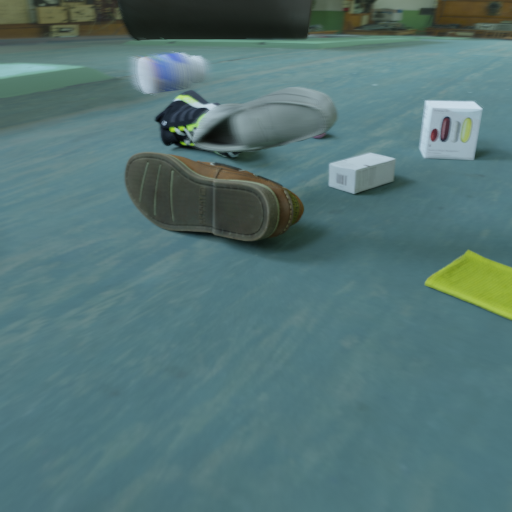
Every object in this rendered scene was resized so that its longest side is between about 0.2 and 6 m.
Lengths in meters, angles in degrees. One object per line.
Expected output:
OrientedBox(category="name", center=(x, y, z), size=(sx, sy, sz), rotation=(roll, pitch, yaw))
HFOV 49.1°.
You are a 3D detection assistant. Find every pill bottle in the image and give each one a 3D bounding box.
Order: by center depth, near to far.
OrientedBox(category="pill bottle", center=(-1.527, -3.320, 10.147), size=(1.132, 0.634, 0.634), rotation=(-16, 30, -22))

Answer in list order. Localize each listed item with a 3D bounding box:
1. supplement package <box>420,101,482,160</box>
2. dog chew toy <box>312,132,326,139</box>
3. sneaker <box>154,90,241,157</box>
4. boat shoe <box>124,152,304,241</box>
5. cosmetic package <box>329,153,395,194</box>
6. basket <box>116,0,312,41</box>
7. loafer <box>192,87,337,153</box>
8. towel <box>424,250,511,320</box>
OrientedBox(category="supplement package", center=(4.667, -3.041, 13.522), size=(1.176, 1.230, 0.904), rotation=(3, 26, 7))
OrientedBox(category="dog chew toy", center=(1.593, -3.490, 15.318), size=(0.508, 0.508, 0.816), rotation=(-7, 19, -14))
OrientedBox(category="sneaker", center=(-1.575, -3.049, 14.032), size=(1.518, 1.314, 3.666), rotation=(-33, 34, -8))
OrientedBox(category="boat shoe", center=(-0.804, -0.994, 9.624), size=(3.472, 1.249, 1.180), rotation=(23, 23, 33))
OrientedBox(category="cosmetic package", center=(2.214, -1.739, 11.678), size=(1.307, 0.530, 0.738), rotation=(-23, 32, -36))
OrientedBox(category="basket", center=(-0.434, -3.563, 7.234), size=(2.325, 1.581, 2.096), rotation=(4, 15, 2))
OrientedBox(category="loafer", center=(0.059, -1.844, 8.032), size=(2.356, 0.824, 0.822), rotation=(1, 40, 42))
OrientedBox(category="towel", center=(3.747, 0.612, 7.247), size=(1.221, 0.256, 2.838), rotation=(-22, 33, -38))
